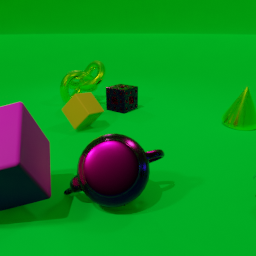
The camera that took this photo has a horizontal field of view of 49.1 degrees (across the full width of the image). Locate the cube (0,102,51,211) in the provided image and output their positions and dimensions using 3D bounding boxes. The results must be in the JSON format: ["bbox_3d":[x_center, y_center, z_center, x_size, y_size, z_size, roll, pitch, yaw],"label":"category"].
[{"bbox_3d":[-1.965,0.495,4.364,1.155,1.155,1.155,-14,52,1],"label":"cube"}]

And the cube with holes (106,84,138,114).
[{"bbox_3d":[-0.207,-1.057,9.895,0.810,0.810,0.810,15,25,34],"label":"cube with holes"}]

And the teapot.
[{"bbox_3d":[-0.283,0.755,4.776,1.936,1.204,0.948,-21,-17,0],"label":"teapot"}]

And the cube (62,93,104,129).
[{"bbox_3d":[-1.282,-0.500,7.996,0.720,0.720,0.720,54,30,11],"label":"cube"}]

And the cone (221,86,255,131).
[{"bbox_3d":[3.376,-0.700,8.149,1.121,1.125,1.121,-3,34,2],"label":"cone"}]

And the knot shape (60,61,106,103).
[{"bbox_3d":[-1.836,-1.664,10.618,2.022,0.934,1.892,-28,8,48],"label":"knot shape"}]

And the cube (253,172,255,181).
[{"bbox_3d":[2.810,0.601,4.440,0.969,0.969,0.969,39,50,17],"label":"cube"}]
